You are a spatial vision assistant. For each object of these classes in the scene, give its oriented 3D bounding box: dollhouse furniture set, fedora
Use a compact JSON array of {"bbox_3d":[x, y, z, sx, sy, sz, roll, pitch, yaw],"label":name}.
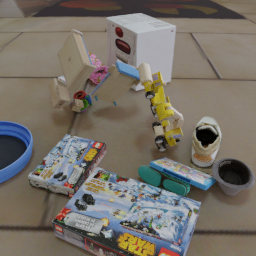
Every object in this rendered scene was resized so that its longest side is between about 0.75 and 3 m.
[{"bbox_3d":[-1.249,-1.913,10.635,2.737,2.584,1.786,11,48,-42],"label":"dollhouse furniture set"},{"bbox_3d":[2.804,1.383,7.588,1.109,0.566,1.253,6,35,9],"label":"fedora"}]

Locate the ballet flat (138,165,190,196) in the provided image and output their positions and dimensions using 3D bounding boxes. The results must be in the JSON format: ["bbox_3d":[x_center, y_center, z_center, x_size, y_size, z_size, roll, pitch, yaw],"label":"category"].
[{"bbox_3d":[1.001,1.414,7.715,1.514,0.510,0.533,20,15,27],"label":"ballet flat"}]

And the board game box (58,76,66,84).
[{"bbox_3d":[-2.810,-2.281,13.283,0.617,0.157,0.918,-28,44,-35],"label":"board game box"}]

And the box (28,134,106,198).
[{"bbox_3d":[-1.690,1.035,8.222,1.423,0.415,2.079,12,36,17],"label":"box"}]

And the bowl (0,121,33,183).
[{"bbox_3d":[-4.312,0.757,8.520,2.789,0.547,2.789,0,35,0],"label":"bowl"}]

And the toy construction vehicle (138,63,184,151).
[{"bbox_3d":[1.129,-0.665,8.815,0.949,2.694,2.346,-13,60,9],"label":"toy construction vehicle"}]

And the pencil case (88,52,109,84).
[{"bbox_3d":[-1.665,-2.932,13.558,0.972,0.930,2.246,1,30,-30],"label":"pencil case"}]

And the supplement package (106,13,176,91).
[{"bbox_3d":[0.489,-3.604,13.004,2.024,2.631,2.752,-19,39,-25],"label":"supplement package"}]

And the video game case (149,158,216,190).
[{"bbox_3d":[1.529,1.221,7.737,1.614,0.144,1.155,21,10,27],"label":"video game case"}]

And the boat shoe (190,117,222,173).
[{"bbox_3d":[2.544,0.277,8.911,0.966,0.884,2.584,9,35,12],"label":"boat shoe"}]

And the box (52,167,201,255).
[{"bbox_3d":[0.020,2.115,6.504,2.885,0.575,1.975,15,37,21],"label":"box"}]

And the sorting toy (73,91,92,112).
[{"bbox_3d":[-1.794,-0.999,11.245,0.717,0.490,1.194,-17,47,2],"label":"sorting toy"}]
